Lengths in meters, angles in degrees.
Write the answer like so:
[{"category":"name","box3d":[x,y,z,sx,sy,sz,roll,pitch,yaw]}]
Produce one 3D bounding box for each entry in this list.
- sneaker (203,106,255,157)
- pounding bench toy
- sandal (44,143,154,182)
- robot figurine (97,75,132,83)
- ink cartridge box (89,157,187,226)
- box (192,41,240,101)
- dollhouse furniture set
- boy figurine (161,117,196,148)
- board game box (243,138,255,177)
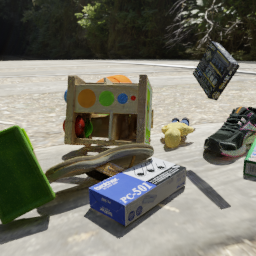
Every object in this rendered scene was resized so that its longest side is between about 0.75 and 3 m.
[{"category":"sneaker","box3d":[2.956,-0.028,7.759,1.031,1.108,2.567,13,22,41]},{"category":"pounding bench toy","box3d":[-0.420,-0.308,7.573,2.077,1.654,2.663,2,-4,10]},{"category":"sandal","box3d":[-0.478,0.829,5.629,2.295,0.620,0.922,-11,-18,-30]},{"category":"robot figurine","box3d":[-0.633,-1.497,12.011,1.821,1.476,2.532,29,23,12]},{"category":"ink cartridge box","box3d":[0.253,1.094,5.270,0.875,0.411,1.861,13,22,40]},{"category":"box","box3d":[1.956,-1.317,6.383,0.281,0.921,1.142,11,36,-18]},{"category":"dollhouse furniture set","box3d":[-2.852,1.131,4.885,2.716,1.363,1.779,-25,4,-18]},{"category":"boy figurine","box3d":[1.482,0.089,8.332,1.029,0.533,1.655,-1,17,19]},{"category":"board game box","box3d":[4.117,0.820,6.205,2.653,0.386,1.785,10,19,30]}]
